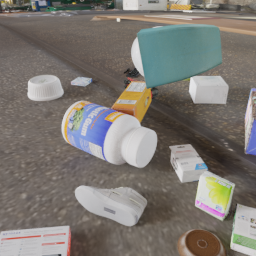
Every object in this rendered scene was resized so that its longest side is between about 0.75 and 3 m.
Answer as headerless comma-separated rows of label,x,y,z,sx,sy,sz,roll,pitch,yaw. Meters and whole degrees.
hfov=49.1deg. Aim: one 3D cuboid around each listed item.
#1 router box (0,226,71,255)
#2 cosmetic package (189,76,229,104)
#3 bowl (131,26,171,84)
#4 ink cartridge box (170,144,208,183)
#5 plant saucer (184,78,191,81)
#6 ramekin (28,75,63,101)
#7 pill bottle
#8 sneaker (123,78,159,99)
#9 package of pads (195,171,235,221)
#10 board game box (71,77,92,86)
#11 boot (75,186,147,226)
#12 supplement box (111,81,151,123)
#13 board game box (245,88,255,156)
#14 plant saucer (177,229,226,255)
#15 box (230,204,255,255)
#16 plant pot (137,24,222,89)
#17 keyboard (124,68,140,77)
router box,-1.977,2.715,5.739,1.516,0.370,1.360,-3,29,-5
cosmetic package,3.812,-1.851,13.390,1.487,0.914,1.483,-1,29,2
bowl,1.432,-3.003,10.783,2.421,2.421,1.088,-11,-12,-20
ink cartridge box,1.803,1.054,8.636,0.775,0.453,1.335,-5,30,-9
plant saucer,3.295,-3.086,16.326,1.360,0.211,1.360,-1,29,0
ramekin,-4.084,-2.015,13.776,1.735,0.808,1.735,1,30,0
pill bottle,-0.589,0.208,8.967,2.873,1.610,1.610,19,34,31
sneaker,0.659,-1.948,13.710,1.059,0.766,2.168,-20,37,-31
package of pads,2.122,1.659,6.944,0.807,1.045,0.356,24,34,36
board game box,-2.546,-2.551,15.384,0.846,0.184,0.842,11,31,19
boot,-0.416,1.825,7.206,1.786,0.657,0.854,21,28,19
supplement box,0.225,-0.978,11.356,0.986,0.953,2.866,6,30,18
board game box,5.413,-0.165,9.874,2.245,1.364,2.816,11,31,18
plant saucer,1.628,2.595,6.154,1.055,0.193,1.055,1,30,0
box,2.935,2.387,6.489,0.948,0.239,1.313,12,30,21
plant pot,1.332,-1.946,7.133,1.906,1.347,1.346,-7,22,11
keyboard,0.241,-3.401,16.952,0.991,0.161,1.559,10,30,17
